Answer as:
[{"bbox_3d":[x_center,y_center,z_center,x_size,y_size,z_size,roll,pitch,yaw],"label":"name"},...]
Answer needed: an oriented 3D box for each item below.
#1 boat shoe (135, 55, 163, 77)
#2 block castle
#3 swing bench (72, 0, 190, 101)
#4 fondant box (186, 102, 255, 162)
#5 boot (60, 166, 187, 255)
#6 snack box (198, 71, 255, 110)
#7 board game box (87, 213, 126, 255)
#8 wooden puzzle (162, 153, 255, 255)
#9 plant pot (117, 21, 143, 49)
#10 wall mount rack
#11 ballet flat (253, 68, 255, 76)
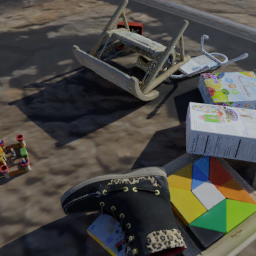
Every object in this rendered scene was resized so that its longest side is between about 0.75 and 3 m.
[{"bbox_3d":[0.863,-2.446,11.019,1.393,0.462,0.515,32,37,27],"label":"boat shoe"},{"bbox_3d":[-3.318,0.764,8.061,0.814,0.571,1.218,-17,49,-15],"label":"block castle"},{"bbox_3d":[0.183,-2.692,10.257,2.983,1.946,2.999,35,76,28],"label":"swing bench"},{"bbox_3d":[3.088,0.095,8.183,2.686,0.782,1.938,9,29,7],"label":"fondant box"},{"bbox_3d":[-0.134,2.041,6.254,2.627,0.961,1.978,-11,50,-8],"label":"boot"},{"bbox_3d":[3.674,-1.248,9.868,1.980,0.670,1.670,-3,46,-5],"label":"snack box"},{"bbox_3d":[-0.069,2.491,6.634,1.456,0.294,1.114,32,55,26],"label":"board game box"},{"bbox_3d":[1.955,1.769,7.149,2.641,0.532,2.854,-25,52,-22],"label":"wooden puzzle"},{"bbox_3d":[0.141,-4.163,12.373,1.098,1.097,0.967,7,40,7],"label":"plant pot"},{"bbox_3d":[2.928,-2.637,10.778,2.896,1.080,2.516,-20,44,-17],"label":"wall mount rack"},{"bbox_3d":[5.548,-2.277,10.850,1.912,0.643,0.651,-24,52,-21],"label":"ballet flat"}]
